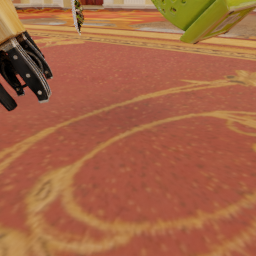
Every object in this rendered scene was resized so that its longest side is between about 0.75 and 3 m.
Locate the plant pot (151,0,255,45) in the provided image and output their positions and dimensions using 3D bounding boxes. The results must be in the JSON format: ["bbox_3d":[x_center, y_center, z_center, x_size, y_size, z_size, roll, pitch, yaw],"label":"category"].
[{"bbox_3d":[2.217,-3.646,7.571,2.170,1.979,2.181,-25,-4,-28],"label":"plant pot"}]

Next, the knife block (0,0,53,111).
[{"bbox_3d":[-2.046,-1.428,3.741,0.832,2.602,2.284,-30,70,3],"label":"knife block"}]

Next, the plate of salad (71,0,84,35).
[{"bbox_3d":[-1.561,-3.636,8.895,0.322,1.340,1.340,-6,27,-3],"label":"plate of salad"}]
